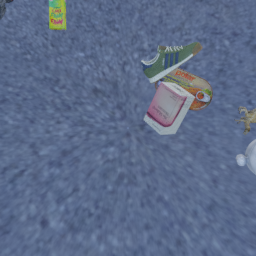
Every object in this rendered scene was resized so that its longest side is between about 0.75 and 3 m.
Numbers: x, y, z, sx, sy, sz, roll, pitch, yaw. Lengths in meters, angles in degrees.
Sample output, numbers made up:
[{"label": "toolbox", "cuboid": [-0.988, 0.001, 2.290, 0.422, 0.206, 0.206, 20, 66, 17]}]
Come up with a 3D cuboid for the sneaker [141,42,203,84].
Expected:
[{"label": "sneaker", "cuboid": [0.644, -1.138, 4.403, 0.976, 0.327, 0.438, -33, 103, 17]}]

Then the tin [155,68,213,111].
[{"label": "tin", "cuboid": [1.426, -1.008, 7.211, 1.529, 0.320, 0.856, 23, 94, -5]}]

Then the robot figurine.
[{"label": "robot figurine", "cuboid": [2.954, 0.632, 5.781, 1.362, 1.606, 0.907, -8, 86, 17]}]

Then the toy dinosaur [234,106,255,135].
[{"label": "toy dinosaur", "cuboid": [2.494, -0.282, 5.702, 0.478, 0.945, 0.275, 21, 47, 5]}]

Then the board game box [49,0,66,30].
[{"label": "board game box", "cuboid": [-1.770, -2.883, 7.044, 0.390, 0.183, 0.769, 1, 97, -3]}]

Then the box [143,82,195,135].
[{"label": "box", "cuboid": [0.796, -0.384, 5.540, 0.486, 0.893, 0.571, -3, 36, -44]}]

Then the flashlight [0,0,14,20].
[{"label": "flashlight", "cuboid": [-3.569, -3.582, 7.667, 0.890, 0.887, 2.620, -37, 40, 19]}]
